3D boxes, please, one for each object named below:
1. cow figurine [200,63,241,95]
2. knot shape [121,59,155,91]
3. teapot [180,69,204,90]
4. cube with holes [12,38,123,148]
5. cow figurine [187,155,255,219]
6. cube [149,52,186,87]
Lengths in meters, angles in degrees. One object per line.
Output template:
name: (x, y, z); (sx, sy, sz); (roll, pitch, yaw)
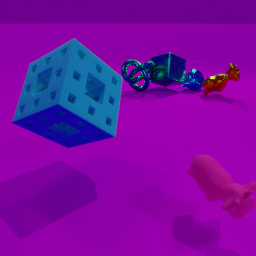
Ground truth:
cow figurine: (3.316, -1.723, 9.973); (1.272, 0.698, 1.252); (-14, -16, -12)
knot shape: (0.391, -1.937, 10.509); (1.341, 1.255, 0.620); (-12, 40, -10)
teapot: (2.524, -1.844, 10.958); (1.351, 0.840, 0.661); (-34, 11, -39)
cube with holes: (-0.979, -0.498, 4.800); (1.193, 1.193, 1.193); (-14, -32, 36)
cow figurine: (1.206, 0.724, 3.699); (0.520, 0.932, 0.947); (-36, 75, -6)
cube: (1.526, -2.212, 10.805); (0.993, 0.993, 0.993); (9, -7, -42)
